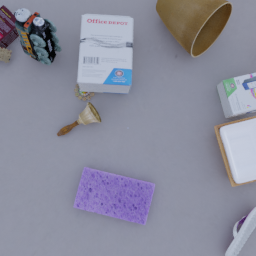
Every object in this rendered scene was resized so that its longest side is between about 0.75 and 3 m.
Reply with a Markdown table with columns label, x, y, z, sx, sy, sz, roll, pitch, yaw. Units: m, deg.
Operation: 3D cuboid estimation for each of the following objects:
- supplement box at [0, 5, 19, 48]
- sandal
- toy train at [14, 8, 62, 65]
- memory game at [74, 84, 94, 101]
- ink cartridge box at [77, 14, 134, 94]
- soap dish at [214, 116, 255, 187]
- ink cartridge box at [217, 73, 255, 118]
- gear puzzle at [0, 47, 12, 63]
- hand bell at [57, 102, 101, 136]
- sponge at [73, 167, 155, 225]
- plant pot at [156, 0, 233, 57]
| label | x | y | z | sx | sy | sz | roll | pitch | yaw |
| --- | --- | --- | --- | --- | --- | --- | --- | --- | --- |
| supplement box | -5.192 | -3.763 | 11.146 | 1.075 | 0.601 | 1.975 | 44 | 85 | 5 |
| sandal | 4.062 | 3.677 | 10.108 | 0.544 | 0.901 | 2.214 | 29 | 81 | 45 |
| toy train | -3.292 | -3.231 | 10.123 | 1.406 | 2.467 | 1.051 | 29 | 73 | 2 |
| memory game | -1.709 | -1.488 | 11.079 | 0.872 | 0.056 | 0.872 | 0 | 78 | 1 |
| ink cartridge box | -0.822 | -2.774 | 10.657 | 1.948 | 1.124 | 2.685 | 3 | 80 | -3 |
| soap dish | 4.290 | 0.836 | 10.341 | 1.790 | 0.924 | 2.275 | -14 | 82 | -2 |
| ink cartridge box | 4.580 | -1.294 | 10.689 | 1.905 | 0.834 | 1.384 | -12 | 81 | -3 |
| gear puzzle | -5.091 | -2.900 | 10.818 | 1.071 | 0.140 | 0.555 | 11 | 101 | -35 |
| hand bell | -1.972 | -0.167 | 10.696 | 1.732 | 0.902 | 0.902 | -31 | 83 | 9 |
| sponge | -0.498 | 2.488 | 10.374 | 2.740 | 0.409 | 1.528 | 13 | 82 | 2 |
| plant pot | 2.282 | -4.298 | 10.614 | 2.207 | 2.207 | 2.368 | -44 | 71 | -6 |
